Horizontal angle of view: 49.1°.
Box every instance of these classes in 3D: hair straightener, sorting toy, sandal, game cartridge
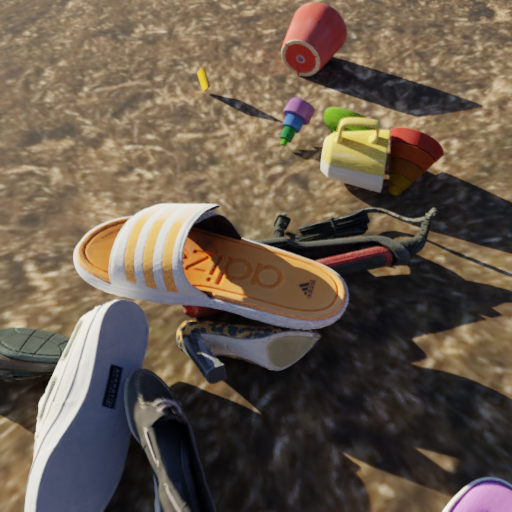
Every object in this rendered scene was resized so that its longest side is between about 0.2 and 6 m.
[{"bbox_3d":[0.698,-0.261,7.918,3.825,0.783,1.472,-15,49,-6],"label":"hair straightener"},{"bbox_3d":[1.611,-1.800,9.479,2.870,0.995,0.988,24,86,21],"label":"sorting toy"},{"bbox_3d":[1.936,3.151,4.971,1.104,0.667,2.712,28,54,23],"label":"sandal"},{"bbox_3d":[-1.030,-3.449,10.965,0.072,0.390,0.443,-20,12,-12],"label":"game cartridge"},{"bbox_3d":[-0.543,-0.079,6.749,3.436,0.985,1.316,11,51,8],"label":"sandal"}]

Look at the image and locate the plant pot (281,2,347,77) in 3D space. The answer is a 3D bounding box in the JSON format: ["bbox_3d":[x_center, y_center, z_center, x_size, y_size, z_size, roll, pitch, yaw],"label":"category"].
[{"bbox_3d":[1.114,-4.376,11.540,1.220,1.220,1.080,19,61,17],"label":"plant pot"}]

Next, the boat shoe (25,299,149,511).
[{"bbox_3d":[-1.963,1.734,6.175,0.913,0.927,2.616,-16,55,39],"label":"boat shoe"}]

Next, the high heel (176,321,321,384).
[{"bbox_3d":[-0.127,0.975,7.113,1.678,0.599,1.196,-12,28,-26],"label":"high heel"}]

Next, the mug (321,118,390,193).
[{"bbox_3d":[1.592,-1.688,9.004,1.008,1.228,0.984,9,27,11],"label":"mug"}]

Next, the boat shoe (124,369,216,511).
[{"bbox_3d":[-0.842,1.988,5.789,0.648,0.552,1.938,11,48,-46],"label":"boat shoe"}]

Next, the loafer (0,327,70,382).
[{"bbox_3d":[-3.109,1.242,6.874,1.967,0.619,0.707,8,18,3],"label":"loafer"}]
